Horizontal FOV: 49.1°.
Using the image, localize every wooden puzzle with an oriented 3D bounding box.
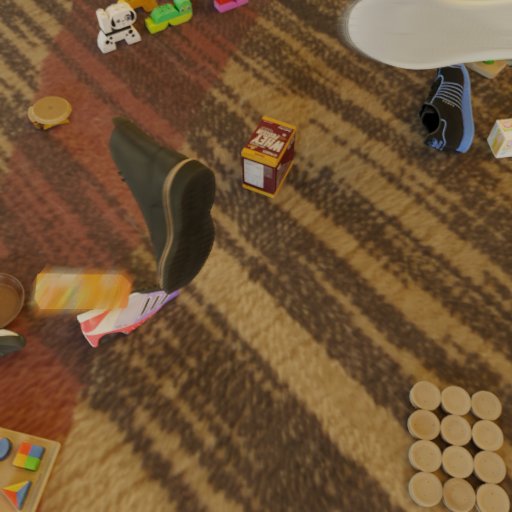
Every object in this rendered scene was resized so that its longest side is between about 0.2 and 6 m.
[{"bbox_3d":[-3.978,3.432,8.917,1.340,0.310,1.241,11,60,6],"label":"wooden puzzle"}]

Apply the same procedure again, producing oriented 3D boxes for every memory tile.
[{"bbox_3d":[3.274,3.127,9.189,1.554,0.170,2.028,7,60,5],"label":"memory tile"}]

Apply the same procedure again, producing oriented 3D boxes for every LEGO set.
[{"bbox_3d":[-2.461,-7.076,14.471,4.249,1.744,1.621,-27,62,-16],"label":"LEGO set"}]

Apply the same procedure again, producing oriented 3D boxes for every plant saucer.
[{"bbox_3d":[-4.942,0.911,10.503,1.233,0.225,1.233,0,58,0],"label":"plant saucer"}]

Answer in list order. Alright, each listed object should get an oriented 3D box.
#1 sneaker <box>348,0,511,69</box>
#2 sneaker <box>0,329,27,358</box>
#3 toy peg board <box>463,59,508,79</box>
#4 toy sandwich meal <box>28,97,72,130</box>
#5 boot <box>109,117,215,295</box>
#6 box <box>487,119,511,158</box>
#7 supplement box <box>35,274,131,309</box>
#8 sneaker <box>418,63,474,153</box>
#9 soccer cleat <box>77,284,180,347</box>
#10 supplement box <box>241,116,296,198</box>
[{"bbox_3d":[3.407,-3.881,9.776,3.376,1.242,1.991,10,20,18],"label":"sneaker"},{"bbox_3d":[-4.898,1.859,9.731,1.911,0.711,0.808,-17,66,0],"label":"sneaker"},{"bbox_3d":[5.745,-5.742,14.126,1.946,0.952,1.937,38,66,20],"label":"toy peg board"},{"bbox_3d":[-4.781,-3.303,13.027,0.992,0.340,0.992,2,57,-3],"label":"toy sandwich meal"},{"bbox_3d":[-1.365,-0.674,7.677,1.558,2.253,0.873,38,45,22],"label":"boot"},{"bbox_3d":[5.850,-2.640,12.421,1.133,0.637,0.574,-7,58,-3],"label":"box"},{"bbox_3d":[-2.301,0.478,7.467,1.160,0.386,0.399,3,18,-33],"label":"supplement box"},{"bbox_3d":[4.243,-3.526,12.792,1.024,0.922,2.630,6,60,-5],"label":"sneaker"},{"bbox_3d":[-2.245,1.022,10.289,1.932,0.659,0.707,-20,91,-22],"label":"soccer cleat"},{"bbox_3d":[0.267,-2.071,11.783,0.748,1.127,1.112,21,61,12],"label":"supplement box"}]
